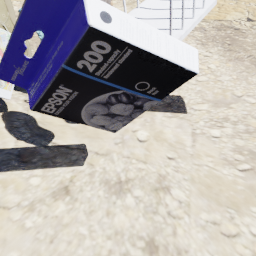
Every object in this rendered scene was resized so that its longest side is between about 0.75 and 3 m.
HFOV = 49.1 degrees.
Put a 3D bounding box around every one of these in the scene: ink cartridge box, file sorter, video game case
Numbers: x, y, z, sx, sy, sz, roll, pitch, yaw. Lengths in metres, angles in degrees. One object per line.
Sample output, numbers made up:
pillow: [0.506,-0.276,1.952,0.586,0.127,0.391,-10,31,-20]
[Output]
ink cartridge box: [-0.744,-0.980,5.296,2.967,2.939,0.644,17,59,-29]
file sorter: [0.945,-3.657,7.328,1.944,1.744,2.801,22,54,27]
video game case: [-3.333,-1.645,6.771,0.186,1.627,1.481,12,-3,35]

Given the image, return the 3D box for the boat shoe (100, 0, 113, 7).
boat shoe: [-0.859,-2.124,5.998,0.892,2.485,0.941,7,15,10]

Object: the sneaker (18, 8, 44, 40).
sneaker: [-2.857,-3.416,8.887,1.102,2.690,0.994,-7,19,-15]

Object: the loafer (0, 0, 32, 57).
loafer: [-3.650,-2.731,8.139,0.957,1.079,2.837,-21,87,-37]
